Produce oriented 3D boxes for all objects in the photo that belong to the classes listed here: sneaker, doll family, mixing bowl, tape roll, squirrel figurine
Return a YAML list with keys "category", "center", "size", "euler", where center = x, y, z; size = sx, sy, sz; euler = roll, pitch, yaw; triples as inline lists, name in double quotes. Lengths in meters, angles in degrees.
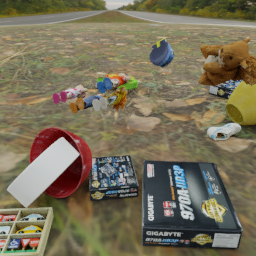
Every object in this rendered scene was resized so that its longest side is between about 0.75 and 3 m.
- category: "sneaker"
  center: [1.452, -2.895, 11.234]
  size: [0.866, 0.963, 2.341]
  euler: [-25, 23, 23]
- category: "doll family"
  center: [-0.677, -0.643, 6.245]
  size: [1.848, 0.833, 1.147]
  euler: [-9, 13, 27]
- category: "sneaker"
  center: [3.213, 0.162, 9.206]
  size: [1.153, 0.441, 0.466]
  euler: [-12, 34, -9]
- category: "mixing bowl"
  center: [-1.492, 0.777, 6.834]
  size: [1.648, 1.648, 0.892]
  euler: [14, 10, 27]
- category: "tape roll"
  center: [-1.806, 0.943, 6.087]
  size: [0.563, 1.610, 1.610]
  euler: [45, 31, -5]
- category: "squirrel figurine"
  center: [3.168, -1.976, 8.284]
  size: [1.850, 1.310, 1.727]
  euler: [14, -10, -9]

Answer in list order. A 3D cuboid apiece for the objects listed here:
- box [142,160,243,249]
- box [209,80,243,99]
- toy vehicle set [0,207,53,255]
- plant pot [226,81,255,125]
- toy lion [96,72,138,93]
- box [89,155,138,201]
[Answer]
- category: "box"
  center: [1.220, 1.543, 6.132]
  size: [1.822, 0.527, 2.292]
  euler: [2, 26, 3]
- category: "box"
  center: [5.198, -1.888, 13.301]
  size: [2.178, 0.501, 1.731]
  euler: [-21, 32, -36]
- category: "toy vehicle set"
  center: [-2.519, 2.065, 5.376]
  size: [1.923, 0.255, 1.195]
  euler: [-2, 26, -3]
- category: "plant pot"
  center: [4.275, -0.789, 10.013]
  size: [1.243, 1.751, 1.751]
  euler: [-32, 33, -9]
- category: "toy lion"
  center: [-0.408, -2.406, 14.312]
  size: [2.244, 0.770, 2.151]
  euler: [20, 24, 35]
- category: "box"
  center: [-0.399, 1.205, 7.069]
  size: [1.142, 0.330, 1.437]
  euler: [-3, 26, -7]
